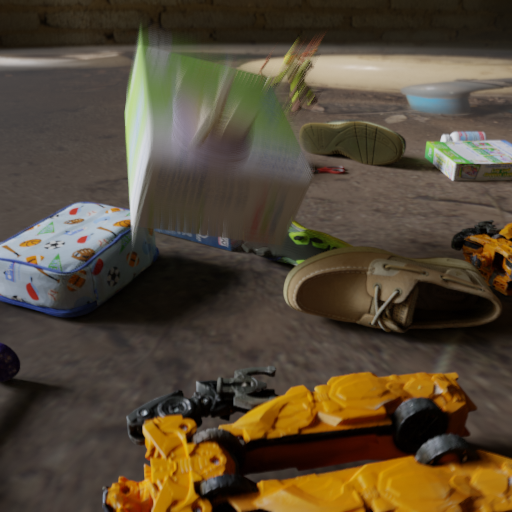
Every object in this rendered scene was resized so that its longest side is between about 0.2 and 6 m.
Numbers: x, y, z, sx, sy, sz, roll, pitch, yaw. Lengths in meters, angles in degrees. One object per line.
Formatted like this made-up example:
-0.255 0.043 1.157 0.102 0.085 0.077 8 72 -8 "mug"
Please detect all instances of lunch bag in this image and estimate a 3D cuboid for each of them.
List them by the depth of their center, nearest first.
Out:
-2.556 -0.051 7.955 1.808 0.853 2.257 8 27 22 "lunch bag"

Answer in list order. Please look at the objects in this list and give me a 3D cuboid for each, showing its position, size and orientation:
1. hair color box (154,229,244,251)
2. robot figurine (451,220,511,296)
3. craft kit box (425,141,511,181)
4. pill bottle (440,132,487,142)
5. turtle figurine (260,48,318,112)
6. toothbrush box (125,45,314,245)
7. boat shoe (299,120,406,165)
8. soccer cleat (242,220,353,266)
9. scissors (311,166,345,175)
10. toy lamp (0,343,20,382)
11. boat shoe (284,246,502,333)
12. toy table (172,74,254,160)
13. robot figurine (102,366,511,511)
-0.881 -0.580 9.468 1.590 0.481 0.795 14 29 28 "hair color box"
3.979 -0.015 8.047 2.325 0.677 1.686 -10 27 -23 "robot figurine"
5.249 -2.251 13.099 2.008 0.493 2.033 2 25 -2 "craft kit box"
5.269 -2.868 14.263 1.024 0.557 0.557 0 25 0 "pill bottle"
0.792 -3.300 10.408 1.330 1.073 0.428 -29 14 -24 "turtle figurine"
-0.666 -1.581 7.715 2.035 1.203 2.795 6 39 -22 "toothbrush box"
2.441 -2.919 13.829 2.885 1.031 0.948 15 33 38 "boat shoe"
0.845 -0.115 8.173 2.409 0.779 1.007 24 27 39 "soccer cleat"
1.390 -1.948 12.888 1.365 0.095 0.499 -4 28 -6 "scissors"
-2.847 1.459 5.109 0.525 0.525 1.804 5 26 10 "toy lamp"
1.644 0.451 6.767 2.583 0.920 0.833 -1 25 -6 "boat shoe"
-0.452 -1.476 6.078 0.940 0.864 0.550 13 -18 -4 "toy table"
0.455 1.700 4.143 3.050 0.888 2.211 -5 25 -11 "robot figurine"
